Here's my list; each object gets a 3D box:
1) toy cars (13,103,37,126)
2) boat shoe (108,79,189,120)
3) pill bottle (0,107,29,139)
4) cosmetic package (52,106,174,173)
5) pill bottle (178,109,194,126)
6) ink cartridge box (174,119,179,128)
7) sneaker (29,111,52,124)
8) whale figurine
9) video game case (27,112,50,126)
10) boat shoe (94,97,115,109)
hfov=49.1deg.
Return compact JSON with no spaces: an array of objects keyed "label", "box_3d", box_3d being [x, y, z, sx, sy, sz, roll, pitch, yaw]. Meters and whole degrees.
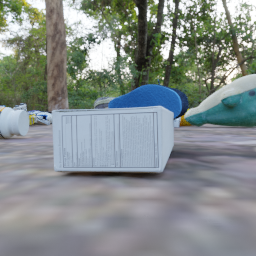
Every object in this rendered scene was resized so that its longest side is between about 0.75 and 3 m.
[{"label":"toy cars","box_3d":[-3.582,-0.465,10.002,0.318,0.645,1.438,1,-24,9]},{"label":"boat shoe","box_3d":[0.565,-0.663,7.557,0.983,1.204,2.862,-3,6,-37]},{"label":"pill bottle","box_3d":[-1.803,-0.071,3.872,0.757,0.440,0.440,0,2,4]},{"label":"cosmetic package","box_3d":[0.023,0.044,1.886,0.530,0.325,1.284,0,2,12]},{"label":"pill bottle","box_3d":[2.015,-0.393,10.683,1.184,0.658,0.658,-1,2,-19]},{"label":"ink cartridge box","box_3d":[0.980,-0.182,9.619,1.482,0.301,1.480,0,2,6]},{"label":"sneaker","box_3d":[-4.514,-0.529,13.739,1.801,0.726,1.319,5,-2,3]},{"label":"whale figurine","box_3d":[3.374,-0.554,9.121,2.908,1.509,2.314,-24,-14,17]},{"label":"video game case","box_3d":[-4.363,-0.413,11.489,1.714,0.189,1.562,2,-17,30]},{"label":"boat shoe","box_3d":[0.097,-0.568,10.585,2.795,1.025,1.041,-3,-21,6]}]
